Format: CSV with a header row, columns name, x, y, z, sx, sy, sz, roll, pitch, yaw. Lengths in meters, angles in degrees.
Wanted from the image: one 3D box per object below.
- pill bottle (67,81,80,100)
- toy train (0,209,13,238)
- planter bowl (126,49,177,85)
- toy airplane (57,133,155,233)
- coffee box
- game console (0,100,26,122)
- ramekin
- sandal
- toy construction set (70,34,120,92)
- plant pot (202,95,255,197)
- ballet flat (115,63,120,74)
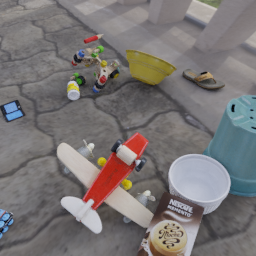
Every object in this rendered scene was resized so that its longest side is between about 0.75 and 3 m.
name,x,y,z,sx,sy,sz,roll,pitch,yaw
pill bottle,-2.323,-1.605,11.839,0.489,0.489,0.870,-9,42,-9
toy train,-3.417,2.563,7.391,0.467,0.354,0.817,9,45,23
planter bowl,0.835,-2.482,12.113,2.350,0.979,2.350,20,4,-2
toy airplane,-0.573,1.522,7.666,2.545,1.804,2.556,-8,86,2
coffee box,0.987,2.679,6.683,1.107,0.782,1.959,18,55,18
game console,-4.483,-0.677,10.878,0.751,0.647,0.446,-25,22,-26
ramekin,1.969,1.642,7.985,1.677,0.880,1.677,0,43,0
sandal,3.363,-2.296,12.541,0.840,0.561,2.056,-30,50,-29
toy construction set,-1.224,-2.926,12.140,1.932,2.317,1.780,34,47,21
plant pot,3.538,0.426,8.296,2.320,2.273,2.320,0,43,0
ballet flat,-0.642,-2.927,13.392,0.401,0.401,1.097,-5,45,-6
